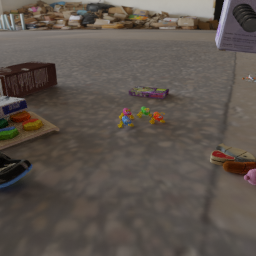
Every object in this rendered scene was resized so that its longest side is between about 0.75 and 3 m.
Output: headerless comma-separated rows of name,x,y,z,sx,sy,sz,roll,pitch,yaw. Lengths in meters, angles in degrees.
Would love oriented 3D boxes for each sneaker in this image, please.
sneaker,-2.612,0.618,5.163,1.777,0.736,0.630,8,26,18

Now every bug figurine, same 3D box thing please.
bug figurine,0.322,-0.346,7.918,1.369,0.352,1.062,-8,24,-17

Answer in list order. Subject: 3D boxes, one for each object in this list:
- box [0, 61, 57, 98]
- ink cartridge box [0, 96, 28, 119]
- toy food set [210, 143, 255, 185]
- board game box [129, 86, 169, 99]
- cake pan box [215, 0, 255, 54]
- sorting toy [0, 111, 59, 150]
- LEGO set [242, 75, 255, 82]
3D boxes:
box,-4.073,-1.863,10.708,1.328,0.994,2.652,10,23,23
ink cartridge box,-4.032,-0.482,7.801,1.781,0.362,1.777,8,25,39
toy food set,2.413,0.707,5.525,1.164,0.288,1.831,-21,31,-40
board game box,0.784,-1.346,10.485,1.342,0.217,0.805,9,21,21
cake pan box,2.217,-1.774,3.575,1.819,1.675,0.476,7,37,7
sorting toy,-2.916,-0.047,7.257,1.745,0.318,1.615,-19,29,-37
LEGO set,5.549,-2.182,12.434,0.829,0.203,0.619,19,26,37
